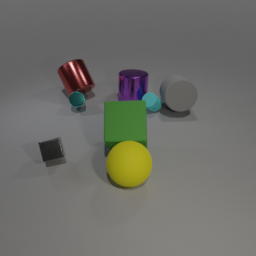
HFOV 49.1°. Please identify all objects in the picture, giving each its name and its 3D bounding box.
[{"bbox_3d":[-0.049,-0.057,9.783,1.400,1.400,1.400,-2,74,3],"label":"cube"},{"bbox_3d":[-2.511,-2.398,13.613,1.400,1.400,1.400,-26,-2,-1],"label":"cylinder"},{"bbox_3d":[-2.580,0.726,9.539,0.700,0.700,0.700,-14,1,-10],"label":"cube"},{"bbox_3d":[0.039,1.094,8.580,1.400,1.400,1.400,0,32,0],"label":"ball"},{"bbox_3d":[1.067,-1.154,12.547,0.700,0.700,0.700,22,-3,31],"label":"cylinder"},{"bbox_3d":[0.240,-1.938,13.318,1.400,1.400,1.400,2,27,-1],"label":"cylinder"},{"bbox_3d":[-2.290,-1.296,12.654,0.700,0.700,0.700,-4,7,-7],"label":"cylinder"},{"bbox_3d":[2.196,-1.553,12.401,1.400,1.400,1.400,-2,18,-3],"label":"cylinder"}]
